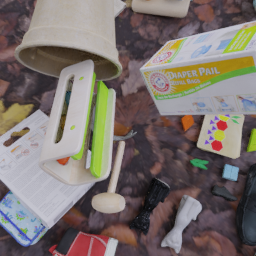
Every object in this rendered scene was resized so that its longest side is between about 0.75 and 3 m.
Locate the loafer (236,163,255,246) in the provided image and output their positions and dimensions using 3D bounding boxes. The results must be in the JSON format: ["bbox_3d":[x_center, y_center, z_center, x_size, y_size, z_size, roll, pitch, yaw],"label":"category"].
[{"bbox_3d":[3.591,2.047,7.805,0.810,0.838,2.386,17,71,6],"label":"loafer"}]

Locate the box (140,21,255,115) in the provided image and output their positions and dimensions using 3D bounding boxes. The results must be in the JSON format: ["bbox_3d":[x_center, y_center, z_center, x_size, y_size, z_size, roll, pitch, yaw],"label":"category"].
[{"bbox_3d":[1.759,-1.187,5.938,2.552,1.293,1.435,2,41,45],"label":"box"}]

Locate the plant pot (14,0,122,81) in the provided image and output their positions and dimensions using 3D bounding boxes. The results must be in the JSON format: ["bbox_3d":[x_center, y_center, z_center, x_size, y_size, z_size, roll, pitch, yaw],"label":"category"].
[{"bbox_3d":[-1.234,-2.518,6.639,2.430,2.430,2.225,5,83,2],"label":"plant pot"}]

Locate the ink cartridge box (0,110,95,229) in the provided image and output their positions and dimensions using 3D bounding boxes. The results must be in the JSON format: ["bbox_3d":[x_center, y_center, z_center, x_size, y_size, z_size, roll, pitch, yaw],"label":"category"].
[{"bbox_3d":[-2.394,1.034,7.975,2.826,0.708,2.274,35,56,17],"label":"ink cartridge box"}]

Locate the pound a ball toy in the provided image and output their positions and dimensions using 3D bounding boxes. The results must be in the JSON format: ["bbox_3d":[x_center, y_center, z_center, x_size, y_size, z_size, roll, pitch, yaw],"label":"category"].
[{"bbox_3d":[-0.942,0.239,6.150,1.230,1.889,2.897,-15,50,22],"label":"pound a ball toy"}]

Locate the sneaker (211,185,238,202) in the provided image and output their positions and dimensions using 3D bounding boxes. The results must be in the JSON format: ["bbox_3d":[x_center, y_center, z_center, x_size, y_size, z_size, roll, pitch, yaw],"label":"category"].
[{"bbox_3d":[2.843,1.893,8.175,0.762,0.289,0.346,23,63,4],"label":"sneaker"}]

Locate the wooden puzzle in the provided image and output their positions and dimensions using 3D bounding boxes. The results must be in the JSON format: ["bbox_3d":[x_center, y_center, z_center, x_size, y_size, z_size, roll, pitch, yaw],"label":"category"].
[{"bbox_3d":[1.340,-5.283,10.203,2.096,0.524,2.263,13,85,14],"label":"wooden puzzle"}]

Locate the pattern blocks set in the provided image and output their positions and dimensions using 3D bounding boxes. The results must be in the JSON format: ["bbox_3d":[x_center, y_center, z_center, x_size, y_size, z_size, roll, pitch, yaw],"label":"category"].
[{"bbox_3d":[2.942,0.078,8.836,2.541,0.234,2.891,26,72,9],"label":"pattern blocks set"}]

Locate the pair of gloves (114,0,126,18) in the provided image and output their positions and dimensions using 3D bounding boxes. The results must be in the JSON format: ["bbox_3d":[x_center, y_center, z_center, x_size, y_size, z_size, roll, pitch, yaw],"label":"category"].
[{"bbox_3d":[-1.671,-4.477,10.373,2.604,0.457,2.215,-42,76,-13],"label":"pair of gloves"}]

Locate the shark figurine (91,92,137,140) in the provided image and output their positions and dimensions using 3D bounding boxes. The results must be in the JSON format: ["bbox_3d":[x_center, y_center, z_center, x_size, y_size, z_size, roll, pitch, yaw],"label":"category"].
[{"bbox_3d":[-0.857,-0.142,8.604,2.141,0.893,1.279,43,77,16],"label":"shark figurine"}]

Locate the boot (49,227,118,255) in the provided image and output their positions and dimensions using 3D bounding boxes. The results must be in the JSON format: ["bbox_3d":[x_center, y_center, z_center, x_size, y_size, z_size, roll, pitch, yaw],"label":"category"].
[{"bbox_3d":[-1.370,3.883,7.172,1.720,0.863,2.384,12,63,5],"label":"boot"}]

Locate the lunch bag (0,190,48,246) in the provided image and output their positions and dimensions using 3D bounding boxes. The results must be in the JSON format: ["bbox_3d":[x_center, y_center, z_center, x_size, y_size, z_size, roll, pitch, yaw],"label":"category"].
[{"bbox_3d":[-2.878,2.432,7.802,1.507,0.621,1.211,39,78,14],"label":"lunch bag"}]

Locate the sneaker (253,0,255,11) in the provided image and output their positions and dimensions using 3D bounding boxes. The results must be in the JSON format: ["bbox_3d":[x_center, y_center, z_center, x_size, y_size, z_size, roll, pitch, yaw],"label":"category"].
[{"bbox_3d":[4.969,-5.544,10.415,1.903,1.159,2.915,39,65,11],"label":"sneaker"}]

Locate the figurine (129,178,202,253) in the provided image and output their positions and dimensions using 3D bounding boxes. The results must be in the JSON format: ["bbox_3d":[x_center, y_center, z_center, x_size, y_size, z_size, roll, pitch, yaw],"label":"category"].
[{"bbox_3d":[1.057,2.463,7.826,1.614,0.695,1.575,28,80,9],"label":"figurine"}]
